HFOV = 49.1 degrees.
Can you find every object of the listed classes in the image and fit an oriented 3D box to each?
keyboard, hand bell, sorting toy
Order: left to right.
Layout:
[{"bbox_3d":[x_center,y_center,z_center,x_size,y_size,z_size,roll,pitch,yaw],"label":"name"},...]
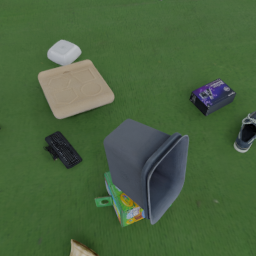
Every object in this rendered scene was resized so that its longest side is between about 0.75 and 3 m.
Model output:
[{"bbox_3d":[-2.551,0.812,10.569,0.908,0.346,1.745,-34,61,-22],"label":"keyboard"},{"bbox_3d":[-1.703,4.314,7.963,0.998,0.998,1.916,25,72,17],"label":"hand bell"},{"bbox_3d":[-2.278,-1.708,12.110,2.591,0.511,2.799,-20,55,-17],"label":"sorting toy"}]

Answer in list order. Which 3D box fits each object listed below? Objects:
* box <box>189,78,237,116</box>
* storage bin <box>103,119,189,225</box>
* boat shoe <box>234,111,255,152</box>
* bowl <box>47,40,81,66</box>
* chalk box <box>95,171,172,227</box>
[{"bbox_3d":[3.601,-1.330,11.918,1.554,0.613,1.097,-27,62,-18],"label":"box"},{"bbox_3d":[0.476,0.947,7.500,1.723,2.566,1.867,30,56,29],"label":"storage bin"},{"bbox_3d":[4.774,0.009,10.929,0.792,0.654,2.115,34,61,21],"label":"boat shoe"},{"bbox_3d":[-3.149,-3.757,13.686,1.358,0.508,1.360,28,61,19],"label":"bowl"},{"bbox_3d":[0.121,2.094,8.991,2.337,1.459,1.448,-21,57,-13],"label":"chalk box"}]
